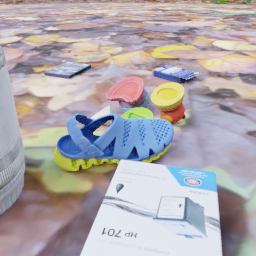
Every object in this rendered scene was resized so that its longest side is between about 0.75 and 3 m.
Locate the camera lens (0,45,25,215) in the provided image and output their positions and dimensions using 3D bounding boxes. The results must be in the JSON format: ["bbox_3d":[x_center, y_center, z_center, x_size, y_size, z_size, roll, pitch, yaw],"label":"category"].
[{"bbox_3d":[-3.026,-0.052,4.542,2.333,2.917,2.333,0,28,0],"label":"camera lens"}]

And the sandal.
[{"bbox_3d":[-0.252,0.177,5.861,2.641,1.150,1.050,-10,46,-14],"label":"sandal"}]

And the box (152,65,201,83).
[{"bbox_3d":[1.924,-2.149,11.185,1.036,0.277,1.711,-25,36,-38],"label":"box"}]

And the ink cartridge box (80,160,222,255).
[{"bbox_3d":[0.396,1.487,3.818,1.598,0.937,2.182,6,28,11],"label":"ink cartridge box"}]

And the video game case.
[{"bbox_3d":[-2.537,-2.488,11.948,1.239,0.165,1.735,11,31,20],"label":"video game case"}]

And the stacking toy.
[{"bbox_3d":[0.321,-0.384,7.819,2.267,0.958,2.052,21,61,38],"label":"stacking toy"}]
